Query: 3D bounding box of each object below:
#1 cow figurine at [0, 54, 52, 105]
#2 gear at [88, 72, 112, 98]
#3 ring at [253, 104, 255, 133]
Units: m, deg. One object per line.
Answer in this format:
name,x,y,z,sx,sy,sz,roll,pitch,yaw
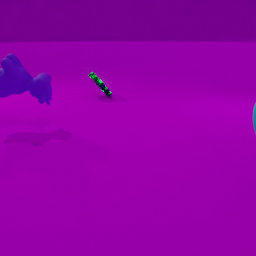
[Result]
cow figurine,-2.963,-1.169,7.678,1.657,1.630,0.909,-25,28,7
gear,-1.174,-1.837,11.927,0.233,1.258,1.258,-42,26,-2
ring,2.941,0.032,4.909,1.690,1.690,0.338,-8,-20,-23
